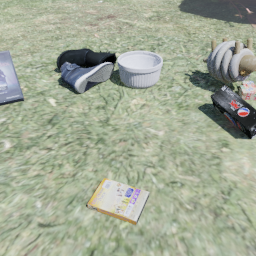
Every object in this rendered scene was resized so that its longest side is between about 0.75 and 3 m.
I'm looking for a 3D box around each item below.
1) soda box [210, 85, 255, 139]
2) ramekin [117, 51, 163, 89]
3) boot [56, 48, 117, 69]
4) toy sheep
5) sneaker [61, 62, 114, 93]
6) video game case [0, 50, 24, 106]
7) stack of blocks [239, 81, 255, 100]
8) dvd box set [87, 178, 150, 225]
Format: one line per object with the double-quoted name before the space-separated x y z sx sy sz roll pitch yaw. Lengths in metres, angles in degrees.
"soda box" 3.962 -0.611 10.145 0.761 0.681 2.152 -36 47 3
"ramekin" 0.544 -2.656 12.870 2.045 1.073 2.045 0 37 0
"boot" -1.953 -3.323 13.874 2.066 0.933 2.522 22 36 31
"toy sheep" 4.342 -2.885 12.072 1.937 1.937 2.809 -18 25 -22
"sneaker" -1.959 -2.632 12.954 1.752 0.922 2.425 30 47 30
"video game case" -5.805 -2.099 11.934 2.050 0.272 2.870 -16 63 -20
"stack of blocks" 5.177 -1.648 12.145 0.647 0.329 1.124 5 37 6
"dvd box set" -0.237 1.929 7.506 1.389 0.204 1.016 14 39 17
